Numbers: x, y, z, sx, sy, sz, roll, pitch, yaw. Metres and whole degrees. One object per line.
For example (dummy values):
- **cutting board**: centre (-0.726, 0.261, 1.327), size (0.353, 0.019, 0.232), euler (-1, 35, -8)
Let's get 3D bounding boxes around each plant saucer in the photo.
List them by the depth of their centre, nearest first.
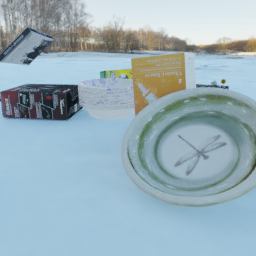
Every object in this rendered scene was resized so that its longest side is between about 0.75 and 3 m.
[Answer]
- **plant saucer**: centre (1.284, 0.349, 5.342), size (2.811, 0.706, 2.811), euler (-11, 43, 11)

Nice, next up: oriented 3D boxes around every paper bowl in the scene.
- **paper bowl**: centre (-0.598, -1.054, 10.089), size (2.332, 1.213, 2.332), euler (0, 17, 0)

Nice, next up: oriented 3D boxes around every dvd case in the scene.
- **dvd case**: centre (-2.007, -1.599, 5.611), size (0.846, 0.139, 1.125), euler (-40, 3, 11)

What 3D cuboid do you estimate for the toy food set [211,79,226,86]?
- **toy food set**: centre (4.246, -1.974, 13.879), size (1.368, 0.653, 0.616), euler (-27, 5, 26)

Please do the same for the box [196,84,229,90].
- **box**: centre (3.144, -1.459, 12.407), size (2.267, 0.616, 2.830), euler (7, 19, 22)

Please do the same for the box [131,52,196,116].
- **box**: centre (0.940, -0.711, 6.981), size (1.335, 2.146, 1.046), euler (0, 11, 26)

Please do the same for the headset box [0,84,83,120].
- **headset box**: centre (-3.212, -1.028, 10.382), size (2.636, 0.989, 1.959), euler (2, 17, 8)

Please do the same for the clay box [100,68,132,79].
- **clay box**: centre (-0.478, -2.419, 14.527), size (2.106, 1.210, 0.501), euler (-15, 23, -39)
